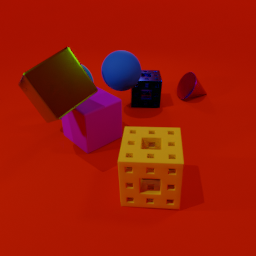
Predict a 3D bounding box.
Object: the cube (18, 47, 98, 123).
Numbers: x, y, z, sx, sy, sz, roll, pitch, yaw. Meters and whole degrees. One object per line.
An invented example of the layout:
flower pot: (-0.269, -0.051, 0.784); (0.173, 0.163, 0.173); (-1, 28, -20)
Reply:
cube: (-1.474, -0.849, 5.829); (1.059, 1.059, 1.059); (-40, 15, -23)

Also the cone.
cone: (2.335, -1.291, 9.515); (0.961, 0.958, 0.958); (16, 25, -27)

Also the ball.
ball: (-0.189, -1.609, 7.920); (1.130, 1.130, 1.130); (0, 33, 0)

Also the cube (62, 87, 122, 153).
cube: (-0.946, -0.254, 7.267); (1.147, 1.147, 1.147); (-26, 41, -34)

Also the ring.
ring: (-1.634, -0.969, 7.479); (1.657, 1.657, 0.331); (-24, 46, -32)

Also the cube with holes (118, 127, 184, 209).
cube with holes: (0.467, 0.771, 5.638); (1.150, 1.150, 1.150); (1, 33, 6)

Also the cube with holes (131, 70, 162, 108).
cube with holes: (0.564, -1.274, 9.030); (0.918, 0.918, 0.918); (1, 32, -1)
